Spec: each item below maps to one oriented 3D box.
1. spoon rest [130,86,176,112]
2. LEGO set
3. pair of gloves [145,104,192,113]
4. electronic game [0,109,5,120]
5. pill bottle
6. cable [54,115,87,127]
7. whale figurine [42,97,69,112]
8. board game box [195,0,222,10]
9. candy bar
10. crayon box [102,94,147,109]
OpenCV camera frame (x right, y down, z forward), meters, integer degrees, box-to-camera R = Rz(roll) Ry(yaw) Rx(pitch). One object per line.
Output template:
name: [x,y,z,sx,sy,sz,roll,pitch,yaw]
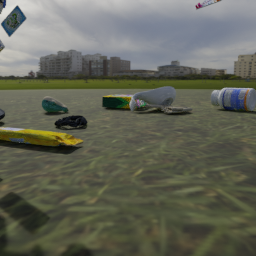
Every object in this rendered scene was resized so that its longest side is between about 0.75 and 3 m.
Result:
spoon rest: [1.272,-1.481,14.288,2.873,1.428,0.871,-11,50,-33]
LEGO set: [-3.307,-3.039,7.320,2.268,1.694,0.557,-37,-7,19]
pair of gloves: [1.916,-0.909,13.458,1.578,0.325,1.855,-3,12,-37]
electronic game: [-5.838,-0.435,9.778,2.840,0.591,2.840,2,14,-1]
pill bottle: [5.395,-1.491,14.424,2.030,1.138,1.138,9,13,42]
cable: [-1.932,-0.208,9.580,1.030,0.321,1.262,-5,12,1]
whale figurine: [-3.513,-1.000,13.412,1.289,0.669,1.025,22,-13,-1]
board game box: [2.328,-3.473,7.265,0.927,0.120,0.927,-44,25,-16]
candy bar: [-2.431,0.211,6.921,2.799,0.310,0.698,4,7,24]
crayon box: [-0.128,-1.527,15.988,1.967,0.664,2.280,5,11,17]
